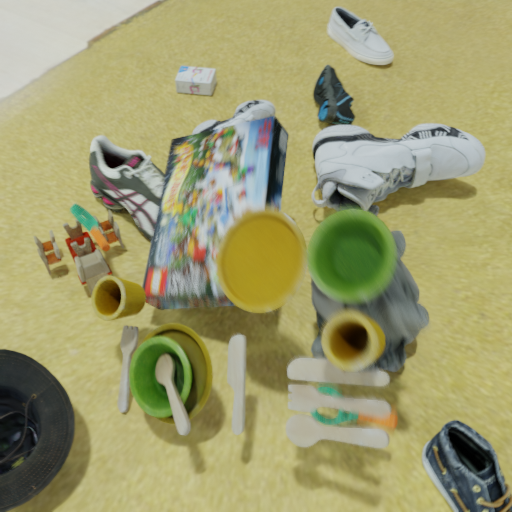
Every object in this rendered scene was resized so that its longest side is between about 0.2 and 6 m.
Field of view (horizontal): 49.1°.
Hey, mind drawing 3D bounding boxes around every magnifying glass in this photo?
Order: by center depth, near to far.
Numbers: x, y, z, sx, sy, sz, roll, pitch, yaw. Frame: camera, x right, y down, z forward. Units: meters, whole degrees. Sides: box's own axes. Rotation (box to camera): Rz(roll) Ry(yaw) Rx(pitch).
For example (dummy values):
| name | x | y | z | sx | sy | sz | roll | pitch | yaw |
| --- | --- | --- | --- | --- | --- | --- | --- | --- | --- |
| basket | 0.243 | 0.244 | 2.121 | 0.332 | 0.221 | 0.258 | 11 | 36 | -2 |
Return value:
| name | x | y | z | sx | sy | sz | roll | pitch | yaw |
| --- | --- | --- | --- | --- | --- | --- | --- | --- | --- |
| magnifying glass | 1.377 | 2.285 | 8.221 | 1.393 | 0.554 | 0.156 | 3 | 8 | 33 |
| magnifying glass | -3.015 | -0.528 | 10.260 | 0.155 | 0.551 | 1.383 | -46 | 51 | 4 |

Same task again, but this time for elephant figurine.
| name | x | y | z | sx | sy | sz | roll | pitch | yaw |
| --- | --- | --- | --- | --- | --- | --- | --- | --- | --- |
| elephant figurine | 1.806 | 0.555 | 8.752 | 2.226 | 2.869 | 2.030 | 28 | 61 | 23 |

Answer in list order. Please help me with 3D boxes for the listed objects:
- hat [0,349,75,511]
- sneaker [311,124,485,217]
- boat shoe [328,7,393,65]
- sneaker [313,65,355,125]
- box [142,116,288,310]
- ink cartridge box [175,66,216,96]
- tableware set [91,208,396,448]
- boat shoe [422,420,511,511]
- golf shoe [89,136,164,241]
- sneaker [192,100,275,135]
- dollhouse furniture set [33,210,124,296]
| name | x | y | z | sx | sy | sz | roll | pitch | yaw |
| --- | --- | --- | --- | --- | --- | --- | --- | --- | --- |
| hat | -3.838 | 2.649 | 8.430 | 2.396 | 0.967 | 2.396 | 2 | 64 | -4 |
| sneaker | 2.872 | -1.632 | 11.627 | 3.597 | 1.352 | 2.068 | 5 | 52 | 11 |
| boat shoe | 2.901 | -6.136 | 15.498 | 0.861 | 0.819 | 2.392 | -23 | 55 | -18 |
| sneaker | 1.938 | -3.941 | 13.948 | 0.843 | 0.754 | 2.059 | 13 | 52 | -16 |
| box | -0.706 | -0.743 | 9.980 | 2.272 | 0.627 | 3.327 | -6 | 65 | 27 |
| ink cartridge box | -1.547 | -4.534 | 14.493 | 0.944 | 0.399 | 0.682 | 7 | 51 | 4 |
| tableware set | -0.416 | 0.905 | 7.859 | 4.808 | 0.738 | 3.239 | -2 | 83 | 31 |
| boat shoe | 3.228 | 3.428 | 7.724 | 0.823 | 1.056 | 2.327 | -26 | 56 | -19 |
| golf shoe | -2.183 | -1.259 | 11.277 | 3.160 | 1.392 | 1.220 | 27 | 56 | 18 |
| sneaker | -0.316 | -2.750 | 12.850 | 2.125 | 0.799 | 1.221 | -26 | 56 | -13 |
| dollhouse furniture set | -3.294 | -0.002 | 10.811 | 1.542 | 0.795 | 1.526 | -22 | 43 | -17 |
